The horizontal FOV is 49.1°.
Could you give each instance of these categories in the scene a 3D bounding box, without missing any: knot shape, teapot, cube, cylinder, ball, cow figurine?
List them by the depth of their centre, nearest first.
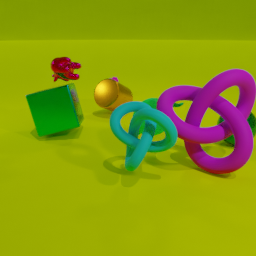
[{"bbox_3d":[0.278,0.075,4.735,1.173,1.254,0.579,-14,-13,40],"label":"knot shape"},{"bbox_3d":[1.673,-0.278,5.275,1.845,1.972,0.911,-43,-1,0],"label":"knot shape"},{"bbox_3d":[0.579,-0.225,6.018,0.657,1.342,0.835,37,21,-53],"label":"teapot"},{"bbox_3d":[-1.461,-1.284,6.151,0.869,0.485,0.884,7,-5,24],"label":"cow figurine"},{"bbox_3d":[2.575,-0.045,6.625,0.911,0.911,0.911,0,19,0],"label":"ball"},{"bbox_3d":[-1.838,-0.507,7.277,1.071,1.071,1.071,-14,12,0],"label":"cube"},{"bbox_3d":[-0.455,-1.010,8.988,0.937,0.937,0.937,11,-2,30],"label":"cylinder"}]

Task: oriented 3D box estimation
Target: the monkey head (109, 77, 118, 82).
[{"bbox_3d":[-0.614,-1.677,11.440,0.638,0.762,1.059,-30,18,53],"label":"monkey head"}]
